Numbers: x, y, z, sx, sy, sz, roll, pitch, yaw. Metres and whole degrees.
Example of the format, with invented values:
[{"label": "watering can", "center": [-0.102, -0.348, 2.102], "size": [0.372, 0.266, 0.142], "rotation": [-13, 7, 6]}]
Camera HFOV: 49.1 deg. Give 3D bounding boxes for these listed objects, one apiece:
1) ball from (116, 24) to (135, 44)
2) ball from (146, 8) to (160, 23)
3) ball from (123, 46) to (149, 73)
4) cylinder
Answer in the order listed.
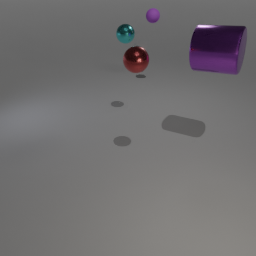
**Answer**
[{"label": "ball", "center": [-0.095, -3.507, 10.432], "size": [0.700, 0.700, 0.700], "rotation": [0, 29, 0]}, {"label": "ball", "center": [1.250, -5.633, 14.049], "size": [0.700, 0.700, 0.700], "rotation": [0, 29, 0]}, {"label": "ball", "center": [0.215, -1.806, 7.417], "size": [0.700, 0.700, 0.700], "rotation": [0, 29, 0]}, {"label": "cylinder", "center": [2.756, -2.397, 8.561], "size": [1.400, 1.400, 1.400], "rotation": [12, 31, 27]}]
